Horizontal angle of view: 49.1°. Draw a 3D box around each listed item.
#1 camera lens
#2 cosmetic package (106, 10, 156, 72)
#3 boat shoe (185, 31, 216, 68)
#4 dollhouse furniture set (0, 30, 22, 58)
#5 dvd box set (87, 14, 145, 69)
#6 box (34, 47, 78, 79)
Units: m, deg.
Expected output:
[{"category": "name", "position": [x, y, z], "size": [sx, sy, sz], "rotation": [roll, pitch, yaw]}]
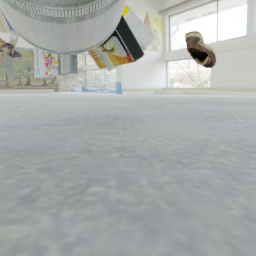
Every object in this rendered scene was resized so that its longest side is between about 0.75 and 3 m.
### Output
[{"category": "camera lens", "position": [-1.044, -2.603, 4.311], "size": [2.341, 2.341, 2.926], "rotation": [-1, -2, -10]}, {"category": "cosmetic package", "position": [-0.315, -3.003, 10.092], "size": [0.728, 1.187, 2.877], "rotation": [-53, 20, -21]}, {"category": "boat shoe", "position": [2.683, -2.651, 10.318], "size": [0.798, 0.796, 2.211], "rotation": [-6, -20, 30]}, {"category": "dollhouse furniture set", "position": [-3.748, -2.697, 8.209], "size": [1.146, 0.813, 0.908], "rotation": [34, 27, 10]}, {"category": "dvd box set", "position": [-0.771, -2.687, 7.951], "size": [0.403, 2.005, 2.741], "rotation": [-39, 22, -15]}, {"category": "box", "position": [-2.169, -2.156, 8.302], "size": [1.580, 1.232, 0.325], "rotation": [1, 2, 36]}]
